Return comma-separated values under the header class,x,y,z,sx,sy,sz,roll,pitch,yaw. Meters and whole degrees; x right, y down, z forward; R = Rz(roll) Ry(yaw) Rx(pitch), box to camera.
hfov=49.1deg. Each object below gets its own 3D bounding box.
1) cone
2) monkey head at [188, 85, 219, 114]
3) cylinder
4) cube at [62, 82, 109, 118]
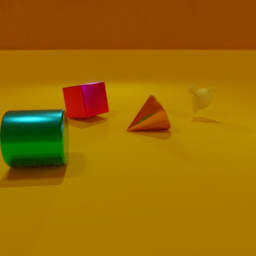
class,x,y,z,sx,sy,sz,roll,pitch,yaw
cone,0.411,-0.182,7.469,1.069,1.065,1.065,-29,21,-4
monkey head,2.231,-0.970,8.627,0.759,1.055,0.636,35,11,-34
cylinder,-1.711,0.185,5.311,1.065,1.065,1.065,-2,17,-6
cube,-1.295,-0.859,8.620,0.955,0.955,0.955,0,13,42
